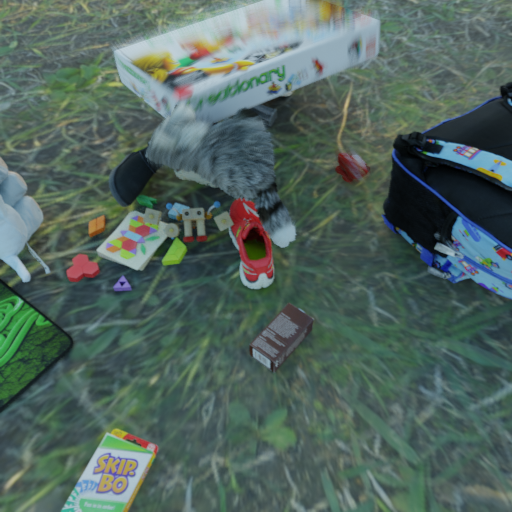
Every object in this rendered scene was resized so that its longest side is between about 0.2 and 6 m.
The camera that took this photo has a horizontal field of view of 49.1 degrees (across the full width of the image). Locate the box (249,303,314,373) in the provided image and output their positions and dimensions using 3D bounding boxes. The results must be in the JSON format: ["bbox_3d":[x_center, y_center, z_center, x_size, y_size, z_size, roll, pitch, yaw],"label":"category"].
[{"bbox_3d":[0.446,1.423,9.827,0.572,0.428,1.143,33,59,24],"label":"box"}]

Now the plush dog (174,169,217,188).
[{"bbox_3d":[-0.773,-2.221,12.365,1.734,1.391,1.489,-28,38,28],"label":"plush dog"}]

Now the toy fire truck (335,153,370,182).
[{"bbox_3d":[2.161,-1.981,12.385,0.644,0.430,0.767,-12,44,-20],"label":"toy fire truck"}]

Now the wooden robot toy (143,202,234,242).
[{"bbox_3d":[-1.359,-0.673,11.465,1.786,0.810,0.787,-2,91,-3],"label":"wooden robot toy"}]

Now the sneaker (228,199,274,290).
[{"bbox_3d":[-0.038,-0.424,11.002,0.854,0.941,2.217,-10,51,-8],"label":"sneaker"}]

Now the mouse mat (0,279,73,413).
[{"bbox_3d":[-5.152,1.905,9.637,2.610,0.122,3.244,31,56,23],"label":"mouse mat"}]

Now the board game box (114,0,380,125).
[{"bbox_3d":[-0.194,-4.424,12.229,4.926,0.852,3.109,-28,46,-21],"label":"board game box"}]

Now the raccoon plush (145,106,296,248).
[{"bbox_3d":[-0.661,-1.366,9.972,2.008,1.450,2.997,-21,74,-19],"label":"raccoon plush"}]

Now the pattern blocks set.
[{"bbox_3d":[-2.476,-0.323,11.404,2.185,0.201,2.486,11,51,8],"label":"pattern blocks set"}]

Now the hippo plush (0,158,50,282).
[{"bbox_3d":[-5.497,-0.478,10.779,2.188,2.168,2.722,-24,95,3],"label":"hippo plush"}]

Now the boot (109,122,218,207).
[{"bbox_3d":[-1.905,-2.085,11.720,2.234,0.733,1.842,-23,36,21],"label":"boot"}]

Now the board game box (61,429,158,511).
[{"bbox_3d":[-2.209,3.448,8.284,0.841,0.264,1.760,17,50,13],"label":"board game box"}]

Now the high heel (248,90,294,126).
[{"bbox_3d":[0.041,-4.625,14.420,1.902,0.953,2.669,23,63,10],"label":"high heel"}]

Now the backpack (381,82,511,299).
[{"bbox_3d":[4.754,-0.826,10.179,3.621,2.669,3.967,-28,55,-21],"label":"backpack"}]
